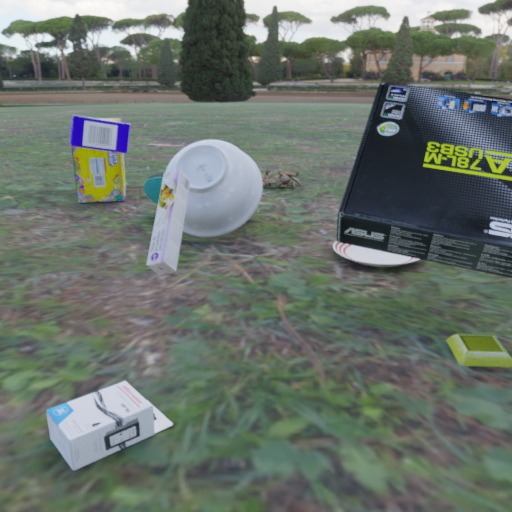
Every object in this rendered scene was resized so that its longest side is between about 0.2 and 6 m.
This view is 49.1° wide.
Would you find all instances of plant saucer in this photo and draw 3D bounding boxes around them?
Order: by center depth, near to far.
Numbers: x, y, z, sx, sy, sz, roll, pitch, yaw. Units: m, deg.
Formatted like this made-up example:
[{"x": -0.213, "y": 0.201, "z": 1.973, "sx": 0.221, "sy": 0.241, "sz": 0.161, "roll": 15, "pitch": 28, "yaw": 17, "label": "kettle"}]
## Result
[{"x": 2.843, "y": 1.169, "z": 7.106, "sx": 0.676, "sy": 0.162, "sz": 0.677, "roll": 1, "pitch": 20, "yaw": 3, "label": "plant saucer"}]

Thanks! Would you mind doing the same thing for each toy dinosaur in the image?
[{"x": 0.717, "y": -2.248, "z": 16.340, "sx": 1.273, "sy": 0.547, "sz": 0.863, "roll": -5, "pitch": 13, "yaw": -31, "label": "toy dinosaur"}]

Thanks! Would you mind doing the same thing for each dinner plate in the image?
[{"x": 2.307, "y": -0.072, "z": 10.581, "sx": 1.710, "sy": 0.207, "sz": 1.710, "roll": -1, "pitch": 19, "yaw": 0, "label": "dinner plate"}]

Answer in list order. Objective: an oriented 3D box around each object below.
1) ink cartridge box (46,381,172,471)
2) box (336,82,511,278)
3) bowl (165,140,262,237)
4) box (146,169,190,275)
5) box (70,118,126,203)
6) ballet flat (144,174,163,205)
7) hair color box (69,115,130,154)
[{"x": -1.433, "y": 1.609, "z": 5.557, "sx": 1.064, "sy": 0.361, "sz": 0.617, "roll": -15, "pitch": 24, "yaw": -37, "label": "ink cartridge box"}, {"x": 2.973, "y": -1.171, "z": 7.994, "sx": 3.091, "sy": 0.734, "sz": 2.985, "roll": 13, "pitch": 52, "yaw": 15, "label": "box"}, {"x": -1.024, "y": -1.583, "z": 11.569, "sx": 2.225, "sy": 2.225, "sz": 1.000, "roll": 4, "pitch": -22, "yaw": 12, "label": "bowl"}, {"x": -1.425, "y": -0.585, "z": 9.213, "sx": 0.355, "sy": 0.381, "sz": 1.837, "roll": -11, "pitch": 58, "yaw": 26, "label": "box"}, {"x": -4.215, "y": -2.629, "z": 15.129, "sx": 1.214, "sy": 1.990, "sz": 1.917, "roll": -4, "pitch": 20, "yaw": -11, "label": "box"}, {"x": -1.294, "y": -1.398, "z": 13.276, "sx": 2.763, "sy": 1.009, "sz": 1.009, "roll": 14, "pitch": 23, "yaw": 21, "label": "ballet flat"}, {"x": -2.391, "y": -1.829, "z": 8.471, "sx": 0.797, "sy": 0.472, "sz": 1.458, "roll": 5, "pitch": 8, "yaw": -20, "label": "hair color box"}]
